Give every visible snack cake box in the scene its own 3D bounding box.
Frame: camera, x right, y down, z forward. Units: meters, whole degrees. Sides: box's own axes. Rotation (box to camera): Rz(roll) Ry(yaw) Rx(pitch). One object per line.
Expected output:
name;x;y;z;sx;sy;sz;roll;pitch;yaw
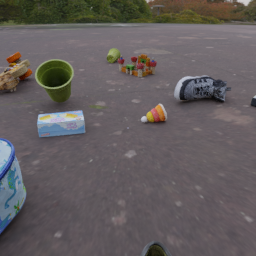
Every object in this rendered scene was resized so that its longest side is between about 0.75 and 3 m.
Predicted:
snack cake box;-2.007;-0.134;8.466;1.341;0.450;0.771;-6;24;-12

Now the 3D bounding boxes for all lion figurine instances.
lion figurine;-5.766;-1.924;11.889;2.039;0.739;1.249;16;43;15

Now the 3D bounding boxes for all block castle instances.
block castle;0.498;-3.407;14.942;1.303;0.915;1.949;-18;30;-34

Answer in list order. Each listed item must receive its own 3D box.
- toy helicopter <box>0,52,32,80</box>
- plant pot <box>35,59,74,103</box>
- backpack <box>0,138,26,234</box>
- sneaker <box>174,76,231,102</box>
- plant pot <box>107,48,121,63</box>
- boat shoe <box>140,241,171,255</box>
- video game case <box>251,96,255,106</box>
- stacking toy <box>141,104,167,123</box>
toy helicopter;-5.212;-2.459;12.497;1.983;1.183;2.998;-38;26;-20
plant pot;-2.587;-1.593;10.292;1.322;1.256;1.322;1;60;-2
backpack;-3.283;0.842;4.551;2.742;2.015;2.509;8;30;8
sneaker;2.956;-1.476;10.765;2.435;0.919;1.385;-18;28;-39
plant pot;-0.958;-4.436;17.445;0.822;0.822;0.755;8;38;16
boat shoe;0.286;2.295;2.790;0.913;0.839;2.554;0;25;0
video game case;6.347;-1.012;10.482;2.662;0.339;2.406;19;31;36
stacking toy;0.806;-0.391;9.070;0.812;0.593;0.593;-20;28;-6
